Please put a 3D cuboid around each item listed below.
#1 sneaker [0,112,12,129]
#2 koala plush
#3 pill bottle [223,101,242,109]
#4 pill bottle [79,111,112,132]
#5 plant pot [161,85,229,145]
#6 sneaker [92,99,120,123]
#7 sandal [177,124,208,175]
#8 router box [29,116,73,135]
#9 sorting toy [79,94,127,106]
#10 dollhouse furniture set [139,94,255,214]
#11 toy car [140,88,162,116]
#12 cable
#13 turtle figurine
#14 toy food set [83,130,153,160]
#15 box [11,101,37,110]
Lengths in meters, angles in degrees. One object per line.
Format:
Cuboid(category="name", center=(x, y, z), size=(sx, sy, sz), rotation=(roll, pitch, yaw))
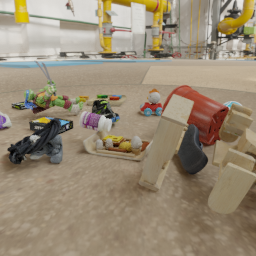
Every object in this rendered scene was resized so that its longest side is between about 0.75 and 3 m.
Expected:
Cuboid(category="sneaker", center=(-5.172, -0.340, 10.832), size=(1.583, 0.638, 0.660), rotation=(15, 29, 38))
Cuboid(category="koala plush", center=(-2.305, 0.559, 7.857), size=(0.900, 0.798, 0.827), rotation=(-3, 6, -10))
Cuboid(category="pill bottle", center=(3.786, -0.431, 10.439), size=(1.002, 1.002, 1.809), rotation=(10, 21, 30))
Cuboid(category="pill bottle", center=(-1.038, -0.183, 9.065), size=(0.963, 0.541, 0.541), rotation=(13, 20, 12))
Cuboid(category="plant pot", center=(2.327, -0.361, 9.356), size=(1.773, 1.773, 1.724), rotation=(-14, 31, -38))
Cuboid(category="sneaker", center=(-1.006, -0.683, 11.400), size=(0.759, 0.888, 2.142), rotation=(-10, 20, -24))
Cuboid(category="sandal", center=(1.760, 0.621, 7.856), size=(0.853, 0.480, 2.244), rotation=(-39, 18, 22))
Cuboid(category="router box", center=(-2.860, -0.105, 10.495), size=(1.305, 0.333, 0.973), rotation=(9, 20, 26))
Cuboid(category="sorting toy", center=(-1.489, -1.594, 15.125), size=(2.668, 0.357, 1.988), rotation=(2, 18, 7))
Cuboid(category="dollhouse furniture set", center=(1.921, 0.759, 6.042), size=(2.855, 1.858, 2.623), rotation=(22, 34, 10))
Cuboid(category="toy car", center=(1.065, -1.219, 12.649), size=(1.021, 1.154, 1.064), rotation=(-3, 17, -9))
Cuboid(category="cable", center=(-2.650, 0.265, 7.995), size=(1.666, 0.519, 2.042), rotation=(-40, 15, -9))
Cuboid(category="turtle figurine", center=(-3.082, -1.666, 12.153), size=(2.385, 2.460, 1.770), rotation=(21, -18, -30))
Cuboid(category="toy food set", center=(-0.153, 0.362, 8.577), size=(2.001, 0.605, 1.436), rotation=(6, 19, 20))
Cuboid(category="box", center=(-5.143, -1.136, 13.932), size=(0.894, 0.220, 0.925), rotation=(18, 24, 37))
